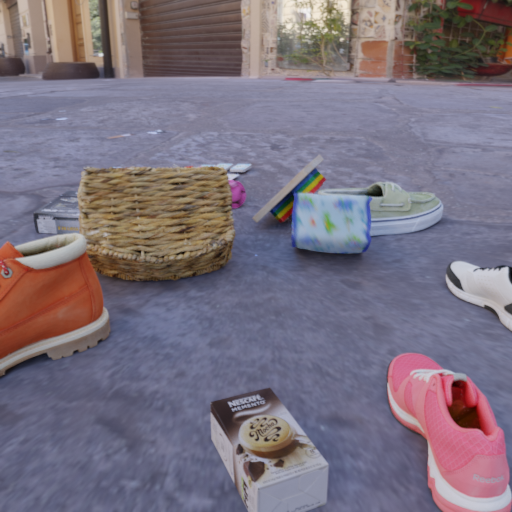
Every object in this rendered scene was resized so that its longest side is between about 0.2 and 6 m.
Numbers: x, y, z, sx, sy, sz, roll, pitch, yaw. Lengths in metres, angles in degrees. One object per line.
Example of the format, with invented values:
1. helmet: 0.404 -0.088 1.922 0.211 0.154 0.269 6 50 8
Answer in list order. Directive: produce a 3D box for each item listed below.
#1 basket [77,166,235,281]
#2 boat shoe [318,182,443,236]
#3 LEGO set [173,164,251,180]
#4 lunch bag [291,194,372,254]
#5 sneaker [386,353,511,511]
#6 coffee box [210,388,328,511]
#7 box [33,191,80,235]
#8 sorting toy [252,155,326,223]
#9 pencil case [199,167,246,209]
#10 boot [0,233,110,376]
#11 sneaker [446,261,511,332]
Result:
1. basket: -1.838 -0.366 10.463 2.733 2.036 1.950 -3 67 -14
2. boat shoe: 2.793 -1.088 12.358 3.334 1.034 1.200 -11 25 -25
3. LEGO set: -1.326 -2.603 16.689 1.714 0.563 2.294 5 23 20
4. lunch bag: 1.428 -0.537 10.851 1.479 1.108 1.739 4 -15 6
5. sneaker: 2.077 1.570 5.991 0.893 1.051 2.423 -2 22 -4
6. coffee box: 0.084 1.978 5.696 0.742 0.524 1.313 -10 25 -22
7. box: -3.661 -0.982 12.775 2.141 0.517 1.695 3 23 7
8. sorting toy: 0.878 -1.380 12.632 0.570 1.638 1.628 47 28 -2
9. pencil case: -0.977 -1.757 14.307 0.755 0.780 1.665 -21 31 -34
10. boot: -3.540 0.704 7.275 3.199 1.715 1.200 -21 32 -38
11. sneaker: 3.896 0.451 8.933 0.811 0.880 2.200 -10 23 -19
